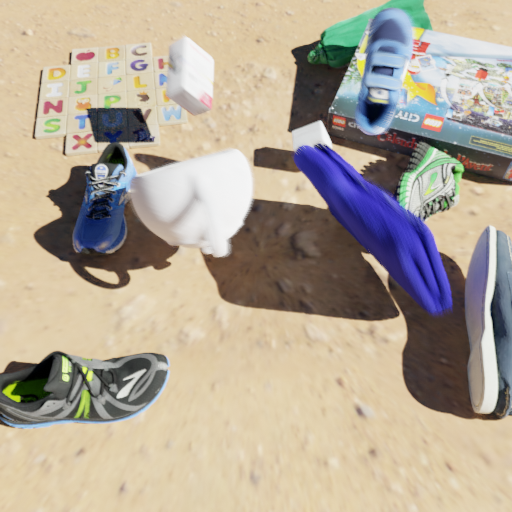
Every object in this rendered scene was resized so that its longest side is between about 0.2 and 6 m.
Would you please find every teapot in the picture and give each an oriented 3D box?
[{"bbox_3d":[-0.831,-0.684,8.079,1.862,1.378,1.887,-7,14,32],"label":"teapot"}]

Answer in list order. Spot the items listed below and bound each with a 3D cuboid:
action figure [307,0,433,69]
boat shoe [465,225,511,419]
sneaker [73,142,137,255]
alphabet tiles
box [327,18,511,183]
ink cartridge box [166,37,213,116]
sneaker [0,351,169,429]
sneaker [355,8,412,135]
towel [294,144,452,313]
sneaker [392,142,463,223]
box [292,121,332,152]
[{"bbox_3d":[2.422,-4.769,12.303,2.701,0.739,1.595,-17,84,3],"label":"action figure"},{"bbox_3d":[3.488,0.840,7.800,0.887,1.074,2.868,8,53,8],"label":"boat shoe"},{"bbox_3d":[-2.568,-0.992,9.285,0.903,1.025,2.299,1,52,1],"label":"sneaker"},{"bbox_3d":[-3.023,-3.412,11.779,2.996,0.114,3.601,-8,52,-6],"label":"alphabet tiles"},{"bbox_3d":[3.584,-3.043,10.756,3.800,0.716,2.595,19,68,14],"label":"box"},{"bbox_3d":[-1.136,-3.084,9.684,0.444,0.765,1.037,-13,67,32],"label":"ink cartridge box"},{"bbox_3d":[-2.254,1.682,7.204,2.290,0.949,0.812,-8,54,-6],"label":"sneaker"},{"bbox_3d":[1.704,-2.392,7.487,0.620,1.678,0.690,10,33,10],"label":"sneaker"},{"bbox_3d":[1.732,-0.477,8.077,0.653,1.946,2.636,-41,49,5],"label":"towel"},{"bbox_3d":[2.860,-1.016,9.363,1.017,0.932,2.389,22,54,16],"label":"sneaker"},{"bbox_3d":[1.017,-1.985,10.090,0.584,0.581,0.500,-18,47,18],"label":"box"}]
